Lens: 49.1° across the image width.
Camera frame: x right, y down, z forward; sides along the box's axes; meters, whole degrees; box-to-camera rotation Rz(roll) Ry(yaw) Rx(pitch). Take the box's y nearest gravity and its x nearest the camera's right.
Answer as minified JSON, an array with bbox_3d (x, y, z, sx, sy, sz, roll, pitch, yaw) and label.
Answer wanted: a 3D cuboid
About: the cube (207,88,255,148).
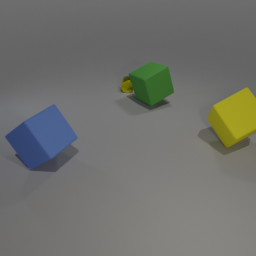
[{"bbox_3d":[3.905,-0.325,10.069,1.400,1.400,1.400,-28,73,-3],"label":"cube"}]

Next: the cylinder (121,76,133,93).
[{"bbox_3d":[-0.027,-2.348,15.082,0.700,0.700,0.700,0,30,0],"label":"cylinder"}]

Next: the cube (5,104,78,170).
[{"bbox_3d":[-2.859,0.303,9.327,1.400,1.400,1.400,-26,12,38],"label":"cube"}]

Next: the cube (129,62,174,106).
[{"bbox_3d":[1.113,-2.133,13.299,1.400,1.400,1.400,-31,34,-18],"label":"cube"}]
